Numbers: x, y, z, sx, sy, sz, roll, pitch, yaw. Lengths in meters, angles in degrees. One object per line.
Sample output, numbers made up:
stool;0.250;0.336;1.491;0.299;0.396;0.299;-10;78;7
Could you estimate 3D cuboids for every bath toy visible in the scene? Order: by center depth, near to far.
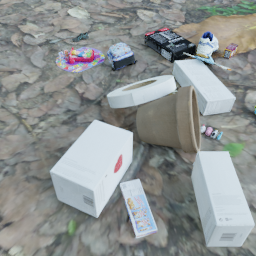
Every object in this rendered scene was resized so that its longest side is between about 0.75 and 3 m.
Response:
bath toy;2.808;0.114;9.548;0.766;0.283;0.333;25;27;23

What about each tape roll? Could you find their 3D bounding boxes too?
tape roll;0.468;-1.319;10.018;2.504;0.458;2.504;-16;14;4

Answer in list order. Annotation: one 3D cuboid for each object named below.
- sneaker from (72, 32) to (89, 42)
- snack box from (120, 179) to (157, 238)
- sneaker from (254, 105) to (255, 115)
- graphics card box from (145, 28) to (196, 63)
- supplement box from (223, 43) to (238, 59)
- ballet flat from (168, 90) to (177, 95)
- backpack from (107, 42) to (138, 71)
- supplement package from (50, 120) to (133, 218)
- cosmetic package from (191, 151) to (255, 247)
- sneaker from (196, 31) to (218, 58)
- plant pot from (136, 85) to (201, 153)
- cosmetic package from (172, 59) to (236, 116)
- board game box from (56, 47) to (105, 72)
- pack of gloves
sneaker;-2.490;-4.754;14.585;0.902;0.357;0.340;-24;50;-21
snack box;0.258;2.109;7.530;0.578;0.195;1.607;-10;45;-11
sneaker;5.035;-0.507;10.094;0.747;0.455;1.144;-11;35;-14
graphics card box;2.029;-4.108;13.734;1.448;0.587;2.307;-24;47;-24
supplement box;4.899;-3.682;13.394;0.343;0.442;0.801;30;52;27
ballet flat;2.002;-1.360;11.115;0.786;0.248;0.270;2;44;2
backpack;-0.391;-3.289;12.688;1.250;0.963;1.191;-21;37;-17
supplement package;-0.892;1.052;7.819;1.309;1.326;2.186;18;47;18
cosmetic package;2.308;1.758;7.211;0.916;1.162;2.160;0;45;0
sneaker;3.932;-4.183;13.459;0.845;0.989;2.244;15;38;18
plant pot;1.273;-0.223;8.881;1.812;2.078;2.078;-4;41;20
cosmetic package;2.873;-1.696;11.086;1.187;0.728;2.876;-7;44;-16
board game box;-2.231;-3.401;13.104;2.296;0.447;1.814;-32;52;-28
pack of gloves;3.471;-3.034;12.198;1.457;0.342;1.734;11;20;-27
